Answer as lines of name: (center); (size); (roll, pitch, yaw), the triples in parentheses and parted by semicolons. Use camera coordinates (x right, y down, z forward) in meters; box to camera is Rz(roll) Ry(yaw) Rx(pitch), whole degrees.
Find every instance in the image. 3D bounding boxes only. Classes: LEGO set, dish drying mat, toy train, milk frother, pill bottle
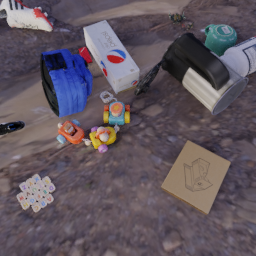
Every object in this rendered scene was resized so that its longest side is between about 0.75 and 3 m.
LEGO set: (2.298, -4.752, 12.451); (0.819, 0.357, 1.261); (-31, 78, -14)
dish drying mat: (-1.756, -2.992, 11.525); (0.338, 0.080, 0.879); (-18, 62, -11)
toy train: (-1.114, -0.303, 9.621); (1.984, 0.734, 2.641); (36, 67, 18)
milk frother: (2.079, -1.525, 9.862); (2.690, 2.581, 2.860); (49, 114, 23)
pill bottle: (4.366, -2.596, 10.650); (2.058, 1.231, 1.231); (-26, 64, -13)

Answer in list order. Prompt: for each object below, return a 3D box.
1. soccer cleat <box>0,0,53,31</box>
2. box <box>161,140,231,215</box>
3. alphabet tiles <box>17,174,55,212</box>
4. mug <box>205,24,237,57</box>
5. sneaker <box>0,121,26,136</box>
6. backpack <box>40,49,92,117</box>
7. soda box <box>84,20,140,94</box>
soccer cleat: (-4.456, -4.716, 12.059); (2.956, 1.014, 1.259); (34, 77, 19)
box: (2.187, 1.504, 8.899); (1.574, 0.205, 1.925); (28, 63, 15)
alphabet tiles: (-2.846, 1.996, 8.688); (1.104, 0.081, 1.080); (-33, 66, -18)
mug: (3.711, -3.695, 11.464); (1.414, 0.874, 1.162); (25, 63, 14)
sneaker: (-4.088, -0.014, 9.457); (1.118, 0.625, 0.408); (-17, 95, -8)
backpack: (-2.101, -1.551, 9.790); (1.736, 1.681, 2.069); (-15, 60, -14)
soda box: (-0.666, -2.788, 10.911); (1.014, 0.948, 2.977); (-24, 63, -13)
